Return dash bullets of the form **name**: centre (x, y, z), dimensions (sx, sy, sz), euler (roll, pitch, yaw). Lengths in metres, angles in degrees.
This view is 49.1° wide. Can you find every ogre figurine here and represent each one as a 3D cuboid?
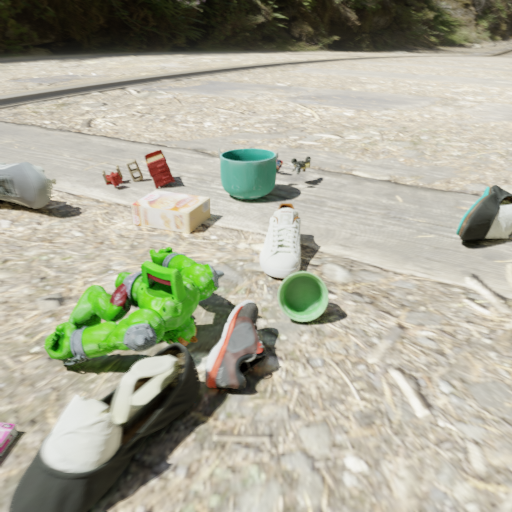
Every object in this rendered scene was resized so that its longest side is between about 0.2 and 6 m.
- **ogre figurine**: centre (-1.615, 0.678, 8.166), dimensions (1.599, 1.308, 2.666), euler (3, 11, 35)

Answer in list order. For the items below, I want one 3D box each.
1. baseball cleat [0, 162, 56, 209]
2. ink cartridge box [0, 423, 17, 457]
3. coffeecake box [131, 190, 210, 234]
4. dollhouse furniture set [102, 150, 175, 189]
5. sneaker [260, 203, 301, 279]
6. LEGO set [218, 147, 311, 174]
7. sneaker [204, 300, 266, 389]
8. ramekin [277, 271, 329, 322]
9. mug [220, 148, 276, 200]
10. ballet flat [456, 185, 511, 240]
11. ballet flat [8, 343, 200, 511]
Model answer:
- **baseball cleat**: centre (-6.168, -1.562, 13.235), dimensions (3.302, 1.151, 1.757), euler (11, 29, 43)
- **ink cartridge box**: centre (-3.118, 2.235, 6.177), dimensions (0.476, 0.186, 1.005), euler (4, 28, 7)
- **coffeecake box**: centre (-1.887, -1.007, 12.539), dimensions (1.406, 0.514, 1.079), euler (9, 27, 19)
- **dollhouse furniture set**: centre (-3.147, -2.118, 14.894), dimensions (1.766, 0.718, 0.950), euler (-21, 29, -3)
- **sneaker**: centre (0.474, -0.373, 10.768), dimensions (0.776, 0.902, 2.132), euler (2, 29, 2)
- **LEGO set**: centre (0.140, -2.425, 15.308), dimensions (2.703, 0.766, 1.755), euler (22, 29, 38)
- **sneaker**: centre (-0.157, 1.277, 7.777), dimensions (0.669, 0.629, 1.634), euler (13, 39, 12)
- **ramekin**: centre (0.738, 0.615, 8.846), dimensions (0.792, 0.792, 0.387), euler (2, 6, 4)
- **mug**: centre (-0.165, -2.076, 14.139), dimensions (1.400, 1.054, 1.704), euler (4, 24, 12)
- **ballet flat**: centre (5.093, -0.910, 11.952), dimensions (0.945, 0.940, 2.764), euler (27, 34, 22)
- **ballet flat**: centre (-1.607, 1.790, 6.188), dimensions (0.918, 0.923, 2.699), euler (19, 31, 23)
